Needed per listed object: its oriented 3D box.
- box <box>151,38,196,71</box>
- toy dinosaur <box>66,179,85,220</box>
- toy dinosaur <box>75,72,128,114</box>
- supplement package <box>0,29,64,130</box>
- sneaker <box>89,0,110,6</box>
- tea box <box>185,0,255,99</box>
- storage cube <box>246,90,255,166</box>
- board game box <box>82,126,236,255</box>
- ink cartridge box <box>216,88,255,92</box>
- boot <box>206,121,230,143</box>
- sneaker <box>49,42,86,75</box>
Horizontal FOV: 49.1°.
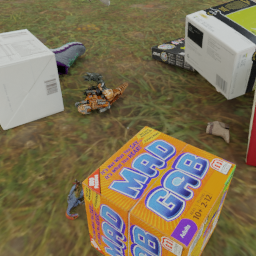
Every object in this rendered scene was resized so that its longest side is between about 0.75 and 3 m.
[{"bbox_3d":[2.688,-3.430,12.753,2.075,0.573,2.590,-25,37,-30],"label":"box"},{"bbox_3d":[-1.222,1.711,6.587,0.504,0.959,0.870,30,67,-9],"label":"toy dinosaur"},{"bbox_3d":[-0.944,-1.152,9.961,2.110,1.078,1.432,-12,50,-45],"label":"toy dinosaur"},{"bbox_3d":[-3.825,-1.795,9.550,2.114,2.130,2.806,-22,43,-26],"label":"supplement package"},{"bbox_3d":[-1.251,-4.095,8.257,1.760,0.722,0.658,28,48,20],"label":"sneaker"},{"bbox_3d":[3.776,-2.801,9.395,2.729,1.854,2.774,-21,48,-9],"label":"tea box"},{"bbox_3d":[4.596,-0.373,7.349,2.463,2.740,2.342,9,39,22],"label":"storage cube"},{"bbox_3d":[0.577,1.535,5.362,1.951,1.951,1.953,24,43,28],"label":"board game box"},{"bbox_3d":[4.619,-2.357,11.092,2.490,1.046,1.812,-2,37,3],"label":"ink cartridge box"},{"bbox_3d":[2.761,0.127,8.610,0.677,0.325,0.926,3,36,14],"label":"boot"},{"bbox_3d":[-2.743,-2.849,12.204,1.264,1.075,2.889,50,46,7],"label":"sneaker"}]
